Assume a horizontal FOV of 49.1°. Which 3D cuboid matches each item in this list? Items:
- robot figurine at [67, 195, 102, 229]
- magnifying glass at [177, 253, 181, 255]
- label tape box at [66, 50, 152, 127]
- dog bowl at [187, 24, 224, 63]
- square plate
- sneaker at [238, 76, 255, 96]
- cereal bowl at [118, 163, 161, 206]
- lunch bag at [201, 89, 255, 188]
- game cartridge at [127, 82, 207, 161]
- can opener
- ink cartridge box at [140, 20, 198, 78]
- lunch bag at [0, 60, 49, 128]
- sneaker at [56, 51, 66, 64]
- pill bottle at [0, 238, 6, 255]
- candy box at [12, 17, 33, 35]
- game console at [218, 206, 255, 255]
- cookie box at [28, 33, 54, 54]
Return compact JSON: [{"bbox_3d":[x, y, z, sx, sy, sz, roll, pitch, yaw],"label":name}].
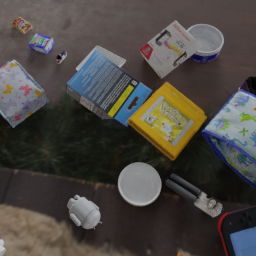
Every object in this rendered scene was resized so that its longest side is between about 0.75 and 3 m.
[{"bbox_3d":[-1.495,2.926,9.652,1.321,0.746,1.120,38,36,17],"label":"robot figurine"},{"bbox_3d":[1.555,4.520,9.234,0.318,0.090,0.799,24,65,12],"label":"magnifying glass"},{"bbox_3d":[-0.798,-1.520,11.659,2.905,0.919,2.095,36,67,-2],"label":"label tape box"},{"bbox_3d":[3.485,-3.964,13.119,1.784,0.703,1.784,0,63,0],"label":"dog bowl"},{"bbox_3d":[-1.225,-2.848,12.825,1.681,0.241,1.697,30,67,14],"label":"square plate"},{"bbox_3d":[5.506,-1.049,11.460,0.922,1.066,2.434,-27,66,-13],"label":"sneaker"},{"bbox_3d":[0.410,2.081,10.136,1.551,0.646,1.551,0,63,0],"label":"cereal bowl"},{"bbox_3d":[4.537,0.295,10.350,2.953,1.881,2.510,42,70,8],"label":"lunch bag"},{"bbox_3d":[1.641,-0.373,11.126,2.309,0.425,2.619,40,63,7],"label":"game cartridge"},{"bbox_3d":[2.330,2.444,10.012,2.169,0.721,0.571,32,65,24],"label":"can opener"},{"bbox_3d":[1.793,-3.473,12.420,2.058,0.881,1.519,-39,66,8],"label":"ink cartridge box"},{"bbox_3d":[-4.733,-1.501,11.516,1.917,1.437,2.261,-42,81,-17],"label":"lunch bag"},{"bbox_3d":[-3.114,-3.360,13.035,0.286,0.322,0.763,18,64,9],"label":"sneaker"},{"bbox_3d":[-4.633,3.772,9.265,1.238,0.696,0.696,37,69,17],"label":"pill bottle"},{"bbox_3d":[-5.265,-5.095,13.938,0.925,0.261,0.539,39,69,16],"label":"candy box"},{"bbox_3d":[4.392,3.961,8.901,2.602,0.457,2.943,-12,81,-5],"label":"game console"},{"bbox_3d":[-4.121,-4.025,13.350,0.913,0.343,0.781,18,63,8],"label":"cookie box"}]
